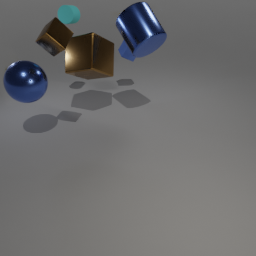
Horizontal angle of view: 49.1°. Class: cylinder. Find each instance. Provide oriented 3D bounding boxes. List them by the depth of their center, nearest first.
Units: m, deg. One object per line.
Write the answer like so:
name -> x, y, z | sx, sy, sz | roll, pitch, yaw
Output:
cylinder -> 0.478, -3.532, 10.166 | 1.400, 1.400, 1.400 | -23, 79, -33
cylinder -> -2.374, -4.577, 11.304 | 0.700, 0.700, 0.700 | 7, 23, 11

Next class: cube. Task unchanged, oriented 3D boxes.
cube -> -2.197, -2.716, 8.397 | 0.700, 0.700, 0.700 | -11, 51, 46
cube -> -1.508, -2.792, 11.145 | 1.400, 1.400, 1.400 | 0, -2, 32
cube -> 0.055, -3.738, 13.405 | 0.700, 0.700, 0.700 | 15, 35, -31

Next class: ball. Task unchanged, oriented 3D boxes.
ball -> -3.393, -1.532, 9.331 | 1.400, 1.400, 1.400 | 0, 31, 0
